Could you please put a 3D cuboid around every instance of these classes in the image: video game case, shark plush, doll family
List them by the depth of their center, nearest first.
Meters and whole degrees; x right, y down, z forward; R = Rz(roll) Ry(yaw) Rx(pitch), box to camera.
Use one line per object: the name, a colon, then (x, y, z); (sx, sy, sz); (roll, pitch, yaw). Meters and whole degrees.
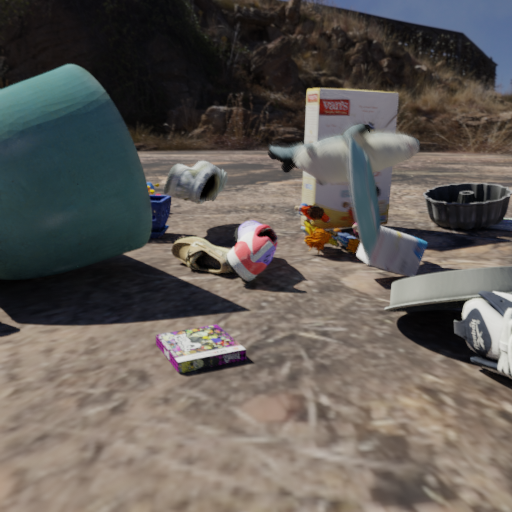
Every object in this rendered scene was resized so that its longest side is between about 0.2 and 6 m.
video game case: (-0.674, 1.087, 6.656); (0.827, 0.163, 0.913); (-6, 15, -24)
shark plush: (1.577, -1.868, 11.047); (3.043, 1.382, 1.267); (-6, 26, 44)
doll family: (1.729, -0.394, 11.695); (2.138, 0.963, 1.327); (16, 5, -7)
video game case: (6.201, -0.899, 14.856); (1.651, 0.149, 1.182); (11, 18, 40)

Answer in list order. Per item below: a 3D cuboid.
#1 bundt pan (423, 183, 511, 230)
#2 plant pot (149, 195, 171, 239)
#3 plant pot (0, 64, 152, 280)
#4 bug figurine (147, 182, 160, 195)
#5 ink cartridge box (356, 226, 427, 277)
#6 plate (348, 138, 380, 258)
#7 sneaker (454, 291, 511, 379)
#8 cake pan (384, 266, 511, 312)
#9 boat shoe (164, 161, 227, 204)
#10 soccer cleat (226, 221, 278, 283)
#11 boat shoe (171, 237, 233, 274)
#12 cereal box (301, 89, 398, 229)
bundt pan: (5.456, -1.254, 14.512); (2.177, 0.817, 2.177); (-6, 19, 2)
plant pot: (-2.593, -0.930, 13.329); (1.022, 0.919, 1.022); (1, 14, 4)
plant pot: (-3.924, -1.197, 9.637); (2.801, 3.490, 3.490); (-27, 26, -29)
bug figurine: (-3.985, -1.814, 17.352); (2.315, 0.768, 2.985); (-10, 20, -15)
ink cartridge box: (2.301, -0.106, 9.586); (0.892, 0.654, 0.651); (17, 9, -9)
plate: (1.659, -0.884, 8.429); (0.235, 1.838, 1.838); (-8, 11, 17)
sneaker: (2.608, 0.952, 5.609); (1.522, 0.933, 2.339); (9, 16, 38)
cake pan: (2.669, 0.447, 7.238); (2.021, 0.371, 2.021); (-4, -9, -1)
boat shoe: (-1.299, -1.724, 13.797); (0.915, 1.052, 2.854); (24, 11, 11)
soccer cleat: (0.065, -0.257, 10.275); (0.861, 0.802, 2.351); (-38, 9, 16)
boat shoe: (-1.053, 0.010, 10.342); (1.528, 0.551, 0.496); (16, 19, 34)
cereal box: (2.281, -2.350, 13.680); (2.364, 3.286, 0.649); (-6, 16, -27)
